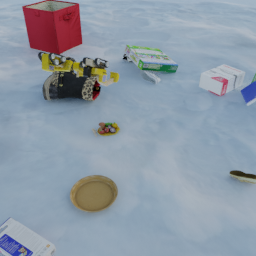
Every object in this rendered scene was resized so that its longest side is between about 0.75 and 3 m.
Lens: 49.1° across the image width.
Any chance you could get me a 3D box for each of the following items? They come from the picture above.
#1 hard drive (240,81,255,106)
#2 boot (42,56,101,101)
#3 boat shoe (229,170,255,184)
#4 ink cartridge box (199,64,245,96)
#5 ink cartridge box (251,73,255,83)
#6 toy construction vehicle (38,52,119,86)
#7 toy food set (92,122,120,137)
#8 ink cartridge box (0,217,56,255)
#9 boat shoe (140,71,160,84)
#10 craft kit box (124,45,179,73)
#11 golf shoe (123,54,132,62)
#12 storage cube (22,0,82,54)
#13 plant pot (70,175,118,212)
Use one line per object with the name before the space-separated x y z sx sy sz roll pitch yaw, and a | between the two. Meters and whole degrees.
hard drive | 5.318 -1.506 12.034 0.769 0.148 1.165 -37 24 28
boot | -2.277 -2.201 12.590 2.238 1.088 2.972 6 40 10
boat shoe | 3.375 1.459 8.217 0.791 0.263 0.293 12 36 40
ink cartridge box | 4.355 -2.252 12.974 1.719 0.725 1.244 -25 42 -30
ink cartridge box | 6.945 -2.191 11.674 1.152 1.987 2.745 -6 33 -38
toy construction vehicle | -1.562 -1.908 9.387 1.949 0.788 2.239 10 7 23
toy food set | -0.796 -0.015 10.203 1.020 0.333 0.600 -9 37 -12
ink cartridge box | -2.475 2.700 6.489 1.503 0.279 0.712 21 41 23
boat shoe | 1.088 -2.478 13.611 0.381 0.419 1.140 -29 57 -32
craft kit box | 1.171 -3.590 14.490 2.142 0.520 2.116 -2 41 -29
golf shoe | 0.273 -3.834 15.509 1.246 0.485 0.589 20 58 27
storage cube | -4.441 -6.116 16.862 2.761 2.482 2.360 19 40 23
plant pot | -0.935 1.834 7.770 1.321 0.182 1.321 1 35 0
